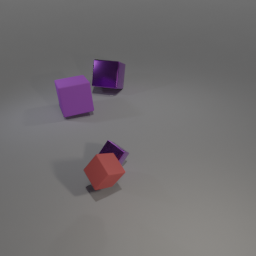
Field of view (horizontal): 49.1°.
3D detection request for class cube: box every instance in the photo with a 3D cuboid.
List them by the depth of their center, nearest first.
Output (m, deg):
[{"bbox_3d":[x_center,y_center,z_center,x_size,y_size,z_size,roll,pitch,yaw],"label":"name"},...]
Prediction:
[{"bbox_3d":[-0.647,1.180,7.688,0.700,0.700,0.700,2,46,-51],"label":"cube"},{"bbox_3d":[-0.489,0.898,9.214,0.700,0.700,0.700,34,-1,15],"label":"cube"},{"bbox_3d":[-2.480,-1.499,12.895,1.400,1.400,1.400,-14,27,-15],"label":"cube"},{"bbox_3d":[-1.026,-2.889,15.182,1.400,1.400,1.400,8,9,12],"label":"cube"}]
